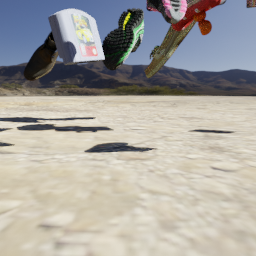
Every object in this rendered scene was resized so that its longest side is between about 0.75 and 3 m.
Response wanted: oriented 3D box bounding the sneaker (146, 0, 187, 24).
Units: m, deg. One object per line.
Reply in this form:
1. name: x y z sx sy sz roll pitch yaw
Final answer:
1. sneaker: 0.683 -2.625 5.805 0.616 1.558 0.743 6 -33 -31

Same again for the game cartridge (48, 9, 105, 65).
1. game cartridge: -1.206 -2.265 6.997 0.391 1.273 1.913 -14 10 23

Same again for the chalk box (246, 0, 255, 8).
1. chalk box: 3.833 -3.694 7.516 0.750 0.754 1.212 -9 20 -5

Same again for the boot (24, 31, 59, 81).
1. boot: -2.445 -2.346 8.391 0.789 2.113 1.024 41 -6 -1

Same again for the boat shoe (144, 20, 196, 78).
1. boat shoe: 1.427 -3.174 10.443 0.899 2.857 1.042 37 25 -2

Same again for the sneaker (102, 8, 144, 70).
1. sneaker: -0.010 -3.048 10.111 1.112 1.214 2.849 12 56 25

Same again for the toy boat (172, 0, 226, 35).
1. toy boat: 2.073 -3.223 8.112 1.691 1.105 1.104 -13 14 47
